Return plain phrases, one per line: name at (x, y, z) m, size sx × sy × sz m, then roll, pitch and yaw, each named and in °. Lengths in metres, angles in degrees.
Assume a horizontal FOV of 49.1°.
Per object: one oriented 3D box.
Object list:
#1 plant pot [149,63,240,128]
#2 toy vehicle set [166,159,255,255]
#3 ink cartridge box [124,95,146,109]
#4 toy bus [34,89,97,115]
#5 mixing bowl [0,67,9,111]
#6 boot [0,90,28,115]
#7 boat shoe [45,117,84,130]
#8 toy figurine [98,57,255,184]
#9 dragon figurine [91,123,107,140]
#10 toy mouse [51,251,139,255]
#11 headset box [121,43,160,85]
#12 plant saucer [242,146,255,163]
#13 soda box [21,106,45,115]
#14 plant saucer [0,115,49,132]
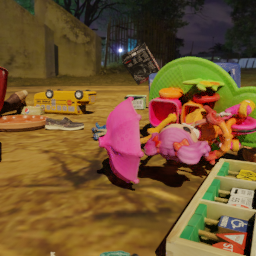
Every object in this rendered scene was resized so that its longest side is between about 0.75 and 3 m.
plant pot at (1.582, -0.596, 7.061) m, size 1.959 × 1.959 × 1.761 m, roll 8°, pitch 19°, yaw 37°
toy vehicle set at (1.575, 0.914, 3.011) m, size 1.587 × 0.339 × 2.554 m, roll 5°, pitch 12°, yaw 26°
ink cartridge box at (0.414, -1.379, 14.676) m, size 1.063 × 0.607 × 2.048 m, roll 1°, pitch 10°, yaw 5°
toy bus at (-2.731, -1.154, 12.193) m, size 2.708 × 1.060 × 0.881 m, roll 4°, pitch 10°, yaw 20°
mixing bowl at (-5.158, -0.924, 8.990) m, size 2.746 × 1.487 × 2.746 m, roll -12°, pitch -1°, yaw 0°
boot at (-5.004, -0.914, 11.929) m, size 1.383 × 0.602 × 1.663 m, roll -41°, pitch -1°, yaw -37°
boat shoe at (-1.950, -0.145, 8.597) m, size 1.206 × 0.391 × 0.434 m, roll 1°, pitch 10°, yaw 3°
toy figurine at (0.806, 0.082, 4.474) m, size 2.660 × 1.997 × 2.448 m, roll 14°, pitch 29°, yaw 35°
dragon figurine at (-0.710, 0.044, 7.630) m, size 0.628 × 0.372 × 1.263 m, roll -1°, pitch 12°, yaw -6°
toy mouse at (-0.045, 1.174, 1.977) m, size 0.918 × 0.200 × 1.034 m, roll -4°, pitch 11°, yaw -18°
headset box at (0.628, -2.752, 12.431) m, size 1.194 × 1.604 × 0.619 m, roll -26°, pitch 43°, yaw 18°
plant saucer at (3.588, 0.460, 5.264) m, size 2.648 × 0.427 × 2.648 m, roll 0°, pitch 11°, yaw 0°
soda box at (-4.091, -0.748, 12.020) m, size 0.995 × 0.337 × 0.319 m, roll 3°, pitch 11°, yaw 20°
plant saucer at (-3.471, -0.157, 8.955) m, size 1.862 × 0.300 × 1.862 m, roll 0°, pitch 11°, yaw 0°
